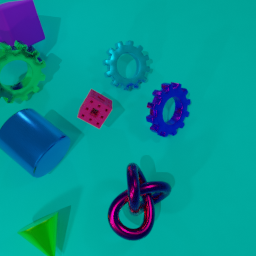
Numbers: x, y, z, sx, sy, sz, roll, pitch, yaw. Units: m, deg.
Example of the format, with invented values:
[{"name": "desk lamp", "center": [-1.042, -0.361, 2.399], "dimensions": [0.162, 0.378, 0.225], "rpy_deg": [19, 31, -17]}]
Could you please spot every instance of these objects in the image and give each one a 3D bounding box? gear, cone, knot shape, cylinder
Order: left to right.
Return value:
[{"name": "gear", "center": [-3.287, -1.586, 8.096], "dimensions": [1.821, 1.821, 0.337], "rpy_deg": [-41, 57, -13]}, {"name": "cylinder", "center": [-2.546, 0.403, 7.642], "dimensions": [1.393, 1.393, 1.393], "rpy_deg": [37, 75, 11]}, {"name": "cone", "center": [-2.077, 2.888, 7.119], "dimensions": [1.083, 1.083, 1.087], "rpy_deg": [-23, 87, -8]}, {"name": "gear", "center": [-0.033, -1.904, 8.604], "dimensions": [1.473, 0.273, 1.473], "rpy_deg": [-4, 100, -23]}, {"name": "knot shape", "center": [0.231, 1.901, 6.943], "dimensions": [0.849, 1.838, 1.720], "rpy_deg": [12, 66, 44]}, {"name": "gear", "center": [1.170, -0.512, 7.953], "dimensions": [0.285, 1.542, 1.542], "rpy_deg": [21, 68, 47]}]

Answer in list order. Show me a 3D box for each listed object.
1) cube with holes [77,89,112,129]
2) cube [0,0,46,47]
[{"name": "cube with holes", "center": [-0.924, -0.549, 7.932], "dimensions": [0.700, 0.700, 0.700], "rpy_deg": [29, 110, -16]}, {"name": "cube", "center": [-3.507, -3.106, 8.518], "dimensions": [1.203, 1.203, 1.203], "rpy_deg": [10, 39, 31]}]
